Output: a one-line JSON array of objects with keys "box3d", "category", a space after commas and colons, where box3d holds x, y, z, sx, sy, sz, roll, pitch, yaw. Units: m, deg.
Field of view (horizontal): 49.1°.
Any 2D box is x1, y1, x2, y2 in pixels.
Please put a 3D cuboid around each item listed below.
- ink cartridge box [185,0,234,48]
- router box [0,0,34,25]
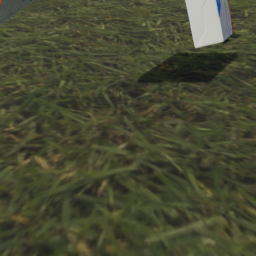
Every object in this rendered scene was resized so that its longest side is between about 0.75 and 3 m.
[{"box3d": [2.042, -2.693, 6.740, 0.658, 1.137, 1.957, -7, 21, 31], "category": "ink cartridge box"}, {"box3d": [-2.209, -3.207, 5.936, 0.468, 1.719, 1.916, 44, 60, -15], "category": "router box"}]
